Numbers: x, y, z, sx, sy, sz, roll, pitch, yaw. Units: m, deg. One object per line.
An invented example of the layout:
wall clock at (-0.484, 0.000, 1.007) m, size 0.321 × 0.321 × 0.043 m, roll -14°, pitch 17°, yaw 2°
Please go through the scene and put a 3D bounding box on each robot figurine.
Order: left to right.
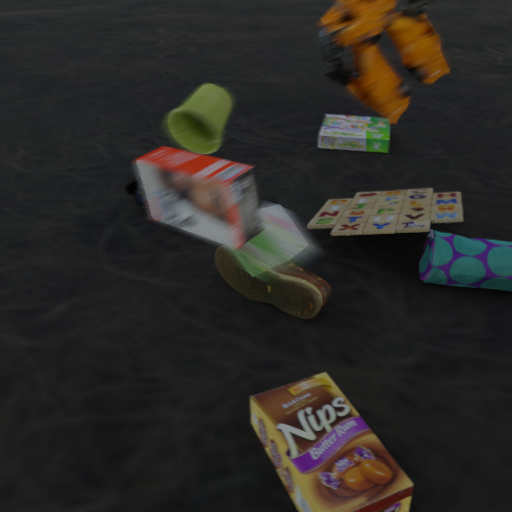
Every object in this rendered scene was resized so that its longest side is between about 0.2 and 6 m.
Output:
robot figurine at (2.306, -3.806, 10.224) m, size 3.030 × 2.197 × 0.882 m, roll 31°, pitch 20°, yaw -48°

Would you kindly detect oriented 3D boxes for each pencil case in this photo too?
pencil case at (3.637, 0.075, 8.786) m, size 1.995 × 0.849 × 0.922 m, roll 7°, pitch 53°, yaw 10°

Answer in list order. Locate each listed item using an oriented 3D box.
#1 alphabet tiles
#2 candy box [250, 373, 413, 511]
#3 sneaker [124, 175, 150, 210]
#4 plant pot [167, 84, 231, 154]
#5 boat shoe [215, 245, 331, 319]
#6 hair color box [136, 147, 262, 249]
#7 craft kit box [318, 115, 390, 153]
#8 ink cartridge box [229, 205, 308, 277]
alphabet tiles at (2.375, -0.845, 10.132) m, size 2.540 × 0.097 × 3.052 m, roll -2°, pitch 17°, yaw 19°
candy box at (0.710, 2.060, 5.917) m, size 1.002 × 0.485 × 1.717 m, roll -14°, pitch 32°, yaw -19°
sneaker at (-1.808, -1.113, 10.915) m, size 0.838 × 0.754 × 2.150 m, roll -24°, pitch 33°, yaw -28°
plant pot at (-0.749, -2.045, 8.114) m, size 0.830 × 0.830 × 0.763 m, roll 14°, pitch 59°, yaw 21°
boat shoe at (0.244, 0.323, 8.610) m, size 1.942 × 0.699 × 0.656 m, roll 24°, pitch 33°, yaw 26°
hair color box at (-0.604, -0.631, 5.806) m, size 1.343 × 0.745 × 0.429 m, roll 18°, pitch 42°, yaw 37°
craft kit box at (2.576, -3.205, 14.596) m, size 1.755 × 0.426 × 1.733 m, roll 6°, pitch 35°, yaw 10°
ink cartridge box at (0.135, -0.215, 6.890) m, size 0.668 × 0.382 × 1.287 m, roll 54°, pitch 24°, yaw 6°
